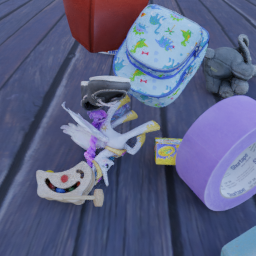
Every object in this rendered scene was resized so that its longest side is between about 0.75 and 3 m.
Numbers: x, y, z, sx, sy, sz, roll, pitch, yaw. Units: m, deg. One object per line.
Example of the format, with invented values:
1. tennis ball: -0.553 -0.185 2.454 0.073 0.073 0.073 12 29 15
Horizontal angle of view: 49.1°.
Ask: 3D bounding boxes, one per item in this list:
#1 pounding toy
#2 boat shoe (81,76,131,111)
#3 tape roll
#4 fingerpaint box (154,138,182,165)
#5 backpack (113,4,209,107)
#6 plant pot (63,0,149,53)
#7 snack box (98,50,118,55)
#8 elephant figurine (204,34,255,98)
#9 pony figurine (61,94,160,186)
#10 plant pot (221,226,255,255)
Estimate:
1. pounding toy: -1.410 1.276 6.818 1.786 1.025 1.021 6 69 8
2. boat shoe: -0.581 -0.743 6.551 0.915 0.780 2.738 0 5 -19
3. tape roll: 2.493 0.627 6.602 2.592 2.592 1.101 -17 41 -21
4. fingerpaint box: 1.543 0.652 7.769 1.592 0.584 1.328 2 4 3
5. backpack: 0.761 -1.889 7.437 2.126 1.708 2.324 31 87 12
6. plant pot: -0.795 -3.351 8.373 1.941 1.710 1.939 -17 47 -32
7. snack box: -0.425 -4.105 14.541 2.836 0.345 1.019 13 40 16
8. elephant figurine: 4.250 -2.682 11.364 2.079 2.279 2.938 17 47 25
9. pony figurine: -0.674 0.140 7.952 2.406 2.004 2.323 -42 79 -19
10. plant pot: 2.489 2.728 4.843 1.613 1.618 1.648 -20 35 -23
